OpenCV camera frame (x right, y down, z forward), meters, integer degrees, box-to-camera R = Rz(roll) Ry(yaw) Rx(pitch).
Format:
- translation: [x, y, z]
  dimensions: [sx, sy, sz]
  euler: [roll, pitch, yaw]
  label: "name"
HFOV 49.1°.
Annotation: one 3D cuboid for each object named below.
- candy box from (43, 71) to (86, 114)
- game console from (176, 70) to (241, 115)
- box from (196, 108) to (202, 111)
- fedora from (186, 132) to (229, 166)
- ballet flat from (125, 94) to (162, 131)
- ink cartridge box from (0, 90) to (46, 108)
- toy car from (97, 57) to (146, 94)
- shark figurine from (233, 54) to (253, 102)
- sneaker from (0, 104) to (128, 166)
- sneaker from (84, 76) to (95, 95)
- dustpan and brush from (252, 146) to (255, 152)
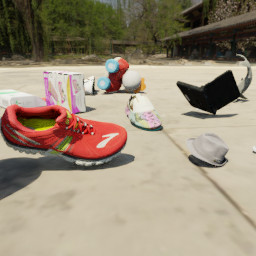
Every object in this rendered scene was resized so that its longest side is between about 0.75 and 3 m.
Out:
- translation: [-2.210, -1.270, 9.610]
  dimensions: [0.583, 1.304, 1.912]
  euler: [-14, 20, -39]
  label: "candy box"
- translation: [2.428, -1.148, 8.437]
  dimensions: [1.376, 0.910, 1.564]
  euler: [26, -8, 38]
  label: "game console"
- translation: [2.598, -0.854, 10.112]
  dimensions: [0.251, 0.234, 1.209]
  euler: [4, 16, 14]
  label: "box"
- translation: [1.471, 0.318, 4.982]
  dimensions: [0.795, 0.359, 0.704]
  euler: [24, 29, -11]
  label: "fedora"
- translation: [0.346, -0.557, 7.932]
  dimensions: [0.772, 0.794, 2.233]
  euler: [-9, 17, -10]
  label: "ballet flat"
- translation: [-3.783, -1.174, 10.774]
  dimensions: [1.821, 0.567, 2.263]
  euler: [16, 23, 42]
  label: "ink cartridge box"
- translation: [-0.125, -2.236, 13.575]
  dimensions: [2.015, 1.782, 1.857]
  euler: [32, 17, 10]
  label: "toy car"
- translation: [4.358, -1.600, 11.095]
  dimensions: [1.541, 2.580, 1.077]
  euler: [29, 60, 3]
  label: "shark figurine"
- translation: [-0.952, 0.053, 4.487]
  dimensions: [2.084, 0.885, 0.802]
  euler: [5, 52, -17]
  label: "sneaker"
- translation: [-2.046, -2.094, 13.695]
  dimensions: [0.861, 0.793, 2.151]
  euler: [-2, 15, -2]
  label: "sneaker"
- translation: [3.429, 0.413, 4.838]
  dimensions: [2.349, 0.672, 1.639]
  euler: [14, 36, 30]
  label: "dustpan and brush"
